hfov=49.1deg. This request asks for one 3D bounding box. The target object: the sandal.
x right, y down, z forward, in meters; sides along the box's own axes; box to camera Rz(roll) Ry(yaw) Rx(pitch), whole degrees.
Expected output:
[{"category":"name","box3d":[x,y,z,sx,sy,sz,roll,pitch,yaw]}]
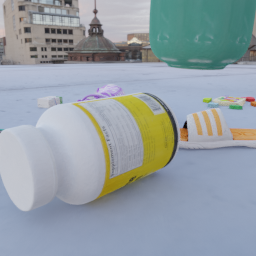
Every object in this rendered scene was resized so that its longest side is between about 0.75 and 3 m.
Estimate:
[{"category":"sandal","box3d":[2.129,-0.062,6.322,2.836,0.813,1.087,0,15,-1]}]

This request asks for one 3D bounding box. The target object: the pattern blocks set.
[{"category":"pattern blocks set","box3d":[4.090,-1.075,11.186,2.141,0.197,2.436,5,16,19]}]

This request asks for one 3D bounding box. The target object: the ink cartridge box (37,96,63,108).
[{"category":"ink cartridge box","box3d":[-2.954,-0.992,10.622,0.571,0.331,0.788,7,17,24]}]

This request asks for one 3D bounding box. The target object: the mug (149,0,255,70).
[{"category":"mug","box3d":[1.293,-1.678,4.796,1.669,1.256,2.031,15,21,37]}]

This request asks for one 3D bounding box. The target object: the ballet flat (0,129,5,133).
[{"category":"ballet flat","box3d":[-1.596,0.389,5.058,2.052,0.738,0.738,-1,15,5]}]

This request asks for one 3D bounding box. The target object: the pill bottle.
[{"category":"pill bottle","box3d":[-0.459,0.268,4.081,2.461,1.379,1.379,-15,21,-43]}]

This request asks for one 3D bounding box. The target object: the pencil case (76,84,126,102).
[{"category":"pencil case","box3d":[-0.686,-0.685,8.043,1.080,1.060,2.525,34,14,-4]}]
